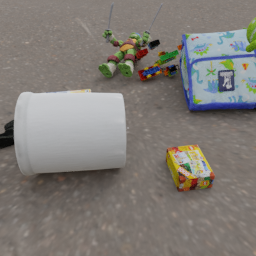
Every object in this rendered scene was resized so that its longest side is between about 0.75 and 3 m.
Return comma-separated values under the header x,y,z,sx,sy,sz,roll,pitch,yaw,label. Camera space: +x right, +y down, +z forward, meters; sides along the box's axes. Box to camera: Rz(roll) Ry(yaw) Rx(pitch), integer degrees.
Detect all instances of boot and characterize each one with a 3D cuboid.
x,y,z,sx,sy,sz,roll,pitch,yaw,label
-3.559,0.159,8.185,1.065,0.401,0.796,-12,44,-33,boot

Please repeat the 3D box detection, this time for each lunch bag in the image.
x,y,z,sx,sy,sz,roll,pitch,yaw,label
3.191,-1.921,9.814,2.487,1.864,2.926,-3,61,5,lunch bag

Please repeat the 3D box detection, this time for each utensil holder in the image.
x,y,z,sx,sy,sz,roll,pitch,yaw,label
-1.319,0.116,6.975,2.395,2.035,2.035,-1,37,-7,utensil holder

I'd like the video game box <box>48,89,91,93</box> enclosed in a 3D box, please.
x,y,z,sx,sy,sz,roll,pitch,yaw,label
-2.074,-0.693,9.354,1.791,0.419,1.631,-6,40,-8,video game box

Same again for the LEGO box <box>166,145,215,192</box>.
x,y,z,sx,sy,sz,roll,pitch,yaw,label
1.527,0.987,7.052,0.862,0.446,1.157,-6,37,-8,LEGO box

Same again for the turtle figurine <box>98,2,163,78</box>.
x,y,z,sx,sy,sz,roll,pitch,yaw,label
-0.195,-3.552,11.450,2.027,2.816,2.731,21,59,-3,turtle figurine

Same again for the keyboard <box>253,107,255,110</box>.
x,y,z,sx,sy,sz,roll,pitch,yaw,label
5.483,-1.384,9.960,1.761,0.285,2.771,21,54,26,keyboard

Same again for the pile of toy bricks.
x,y,z,sx,sy,sz,roll,pitch,yaw,label
1.521,-2.860,11.774,2.728,1.513,1.347,-21,2,-10,pile of toy bricks

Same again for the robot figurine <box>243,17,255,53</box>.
x,y,z,sx,sy,sz,roll,pitch,yaw,label
2.405,-1.492,4.631,0.896,0.590,1.021,-33,58,0,robot figurine
